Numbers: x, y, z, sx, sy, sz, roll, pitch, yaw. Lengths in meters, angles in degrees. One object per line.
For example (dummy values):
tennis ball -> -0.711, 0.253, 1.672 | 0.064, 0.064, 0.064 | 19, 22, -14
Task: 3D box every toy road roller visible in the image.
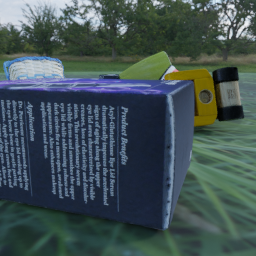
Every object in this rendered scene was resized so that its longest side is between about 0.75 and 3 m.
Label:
toy road roller -> 1.945, -0.743, 7.842 | 2.329, 1.431, 1.700 | -6, -4, -9

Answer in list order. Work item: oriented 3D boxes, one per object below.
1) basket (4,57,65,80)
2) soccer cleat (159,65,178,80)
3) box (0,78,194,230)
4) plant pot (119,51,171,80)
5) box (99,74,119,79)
basket -> -3.865, -2.088, 11.741 | 2.460, 1.941, 2.790 | -5, 42, -21
soccer cleat -> 1.331, -1.276, 10.183 | 0.953, 0.888, 2.604 | 37, 54, -1
box -> -0.586, 0.070, 4.239 | 2.953, 1.540, 2.185 | 4, 13, 17
plant pot -> 0.837, -2.392, 13.884 | 2.396, 2.242, 2.242 | -15, 15, -4
box -> -0.859, -2.210, 14.570 | 1.132, 1.113, 0.701 | -6, 15, -23
